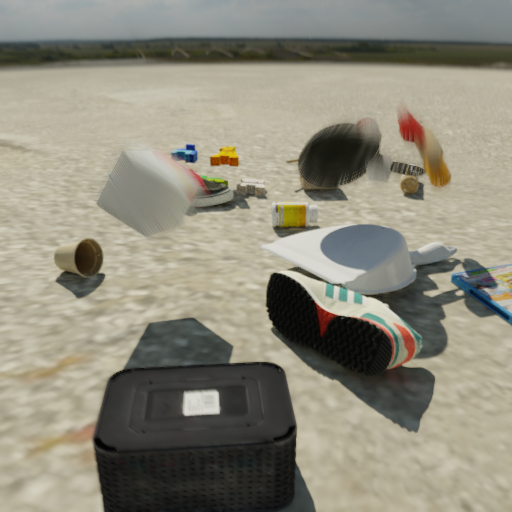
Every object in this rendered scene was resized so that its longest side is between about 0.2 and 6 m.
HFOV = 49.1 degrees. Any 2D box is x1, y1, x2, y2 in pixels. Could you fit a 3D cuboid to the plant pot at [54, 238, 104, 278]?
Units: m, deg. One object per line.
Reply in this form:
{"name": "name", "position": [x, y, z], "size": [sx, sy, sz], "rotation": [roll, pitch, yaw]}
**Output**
{"name": "plant pot", "position": [-3.377, 0.032, 10.513], "size": [0.679, 0.742, 0.742], "rotation": [1, 22, 30]}

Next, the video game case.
{"name": "video game case", "position": [4.576, 0.709, 9.520], "size": [1.513, 0.188, 2.113], "rotation": [-8, 25, -16]}

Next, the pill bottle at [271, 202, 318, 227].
{"name": "pill bottle", "position": [0.870, -0.946, 12.758], "size": [1.039, 0.568, 0.568], "rotation": [-1, 24, -1]}

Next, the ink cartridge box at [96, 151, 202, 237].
{"name": "ink cartridge box", "position": [-1.686, -1.043, 9.063], "size": [0.997, 1.002, 1.379], "rotation": [32, 15, 5]}

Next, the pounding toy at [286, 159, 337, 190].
{"name": "pounding toy", "position": [1.501, -2.341, 15.716], "size": [1.335, 0.695, 1.520], "rotation": [-1, 24, -3]}

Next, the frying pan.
{"name": "frying pan", "position": [2.011, -1.965, 10.439], "size": [2.556, 1.546, 0.416], "rotation": [-10, 53, -4]}

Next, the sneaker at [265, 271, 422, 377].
{"name": "sneaker", "position": [1.266, 0.948, 8.384], "size": [1.229, 0.925, 2.629], "rotation": [1, 17, -41]}

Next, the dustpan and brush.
{"name": "dustpan and brush", "position": [2.294, 0.025, 10.338], "size": [3.755, 1.075, 2.621], "rotation": [-19, 23, -23]}

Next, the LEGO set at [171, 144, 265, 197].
{"name": "LEGO set", "position": [-1.156, -2.468, 15.438], "size": [3.107, 1.185, 1.275], "rotation": [6, 25, 11]}

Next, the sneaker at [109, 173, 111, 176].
{"name": "sneaker", "position": [-3.444, -2.051, 15.287], "size": [0.870, 0.530, 1.333], "rotation": [-14, 28, -25]}

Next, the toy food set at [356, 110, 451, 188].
{"name": "toy food set", "position": [2.794, -2.263, 11.392], "size": [2.455, 1.172, 1.104], "rotation": [7, 39, -7]}

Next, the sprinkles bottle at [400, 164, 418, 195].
{"name": "sprinkles bottle", "position": [4.251, -2.139, 15.517], "size": [0.489, 0.489, 1.434], "rotation": [6, 25, 13]}

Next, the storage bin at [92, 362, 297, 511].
{"name": "storage bin", "position": [-0.614, 1.903, 5.954], "size": [1.975, 0.926, 1.335], "rotation": [-3, 24, -4]}

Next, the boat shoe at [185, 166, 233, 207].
{"name": "boat shoe", "position": [-1.953, -1.808, 14.294], "size": [2.752, 0.876, 0.973], "rotation": [3, 24, 7]}
